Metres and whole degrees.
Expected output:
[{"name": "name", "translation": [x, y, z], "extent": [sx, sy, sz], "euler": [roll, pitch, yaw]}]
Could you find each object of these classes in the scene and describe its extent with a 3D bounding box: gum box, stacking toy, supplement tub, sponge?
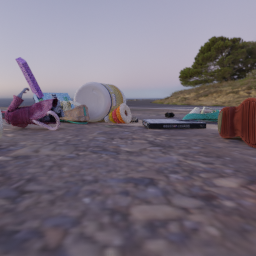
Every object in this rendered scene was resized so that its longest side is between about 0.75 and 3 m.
[{"name": "gum box", "translation": [-3.862, -1.195, 15.007], "extent": [1.961, 0.437, 1.666], "euler": [-5, 52, -40]}, {"name": "stacking toy", "translation": [-0.542, -0.512, 12.460], "extent": [1.229, 0.898, 0.898], "euler": [-16, -2, 26]}, {"name": "supplement tub", "translation": [-1.274, -1.303, 13.918], "extent": [1.870, 1.870, 2.589], "euler": [2, 6, 21]}, {"name": "sponge", "translation": [-4.267, -2.176, 12.187], "extent": [0.261, 1.748, 0.975], "euler": [-34, 40, -21]}]

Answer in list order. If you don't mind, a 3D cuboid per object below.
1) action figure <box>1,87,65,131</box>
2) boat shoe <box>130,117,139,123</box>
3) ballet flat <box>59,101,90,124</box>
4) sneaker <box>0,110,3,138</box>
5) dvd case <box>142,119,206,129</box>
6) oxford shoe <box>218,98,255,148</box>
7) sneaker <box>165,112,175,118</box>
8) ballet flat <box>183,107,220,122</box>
[{"name": "action figure", "translation": [-3.446, -0.354, 9.720], "extent": [2.359, 1.580, 1.757], "euler": [-5, 39, -7]}, {"name": "boat shoe", "translation": [0.158, -0.338, 12.932], "extent": [0.811, 0.295, 0.254], "euler": [-2, -40, 47]}, {"name": "ballet flat", "translation": [-2.755, -0.760, 12.911], "extent": [2.919, 0.982, 0.994], "euler": [5, 9, 42]}, {"name": "sneaker", "translation": [-4.126, -0.085, 6.412], "extent": [2.394, 0.965, 1.753], "euler": [7, 12, 44]}, {"name": "dvd case", "translation": [1.665, -0.158, 10.513], "extent": [2.076, 0.257, 1.560], "euler": [-1, 6, -5]}, {"name": "oxford shoe", "translation": [3.080, -0.141, 6.369], "extent": [1.107, 1.042, 2.959], "euler": [2, 5, -4]}, {"name": "sneaker", "translation": [2.536, -0.794, 16.710], "extent": [0.562, 0.324, 1.078], "euler": [-5, 3, -5]}, {"name": "ballet flat", "translation": [3.398, -0.631, 13.025], "extent": [1.980, 0.697, 0.667], "euler": [-2, -1, -16]}]
